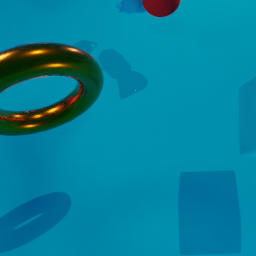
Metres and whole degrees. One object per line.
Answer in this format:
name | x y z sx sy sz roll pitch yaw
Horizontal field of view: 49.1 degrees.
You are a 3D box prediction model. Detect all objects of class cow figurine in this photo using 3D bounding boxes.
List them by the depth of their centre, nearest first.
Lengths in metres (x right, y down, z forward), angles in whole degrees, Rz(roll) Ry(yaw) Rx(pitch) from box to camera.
cow figurine | 0.169 -3.575 6.799 0.794 1.423 1.446 -22 90 -40

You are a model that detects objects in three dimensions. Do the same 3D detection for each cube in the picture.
cube | 2.724 -0.218 4.494 1.310 1.310 1.310 8 74 -10

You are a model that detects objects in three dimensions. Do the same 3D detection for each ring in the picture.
ring | -1.273 -0.455 3.946 1.956 1.956 0.391 -20 71 -9

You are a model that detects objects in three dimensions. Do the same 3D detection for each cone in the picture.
cone | 0.729 -3.031 6.059 0.901 0.905 0.901 0 87 5
